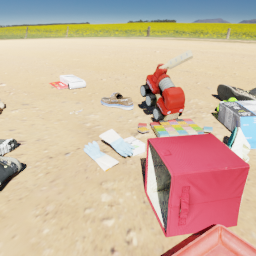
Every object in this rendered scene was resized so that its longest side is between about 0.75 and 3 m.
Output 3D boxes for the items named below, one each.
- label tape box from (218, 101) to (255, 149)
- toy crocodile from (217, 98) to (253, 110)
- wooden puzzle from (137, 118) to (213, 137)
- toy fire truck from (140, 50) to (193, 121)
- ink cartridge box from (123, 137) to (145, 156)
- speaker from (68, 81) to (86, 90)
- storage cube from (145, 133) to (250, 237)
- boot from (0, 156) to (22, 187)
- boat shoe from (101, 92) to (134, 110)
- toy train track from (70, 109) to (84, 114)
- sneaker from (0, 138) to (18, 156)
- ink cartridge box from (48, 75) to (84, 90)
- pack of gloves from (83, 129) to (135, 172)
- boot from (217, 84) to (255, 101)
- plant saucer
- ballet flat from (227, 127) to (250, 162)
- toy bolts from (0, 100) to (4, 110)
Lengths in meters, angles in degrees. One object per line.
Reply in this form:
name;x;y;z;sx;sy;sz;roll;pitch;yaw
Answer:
label tape box;5.046;-0.243;10.901;2.039;0.895;2.827;-3;23;-6
toy crocodile;5.287;-0.904;12.853;2.275;0.703;0.768;9;22;8
wooden puzzle;1.866;0.007;10.978;2.985;0.210;1.770;-3;20;-8
toy fire truck;1.755;-1.803;11.375;1.557;2.421;2.131;-10;54;-21
ink cartridge box;0.144;0.620;9.617;0.554;0.320;0.762;-17;28;-34
speaker;-3.116;-2.599;16.999;1.051;0.427;0.427;-12;26;-25
storage cube;1.463;1.214;6.544;1.740;1.655;1.936;-4;24;-11
boot;-4.003;1.260;7.804;1.642;0.593;1.240;4;26;9
boat shoe;-0.540;-1.405;13.874;1.881;0.681;0.680;12;26;27
toy train track;-2.404;-0.807;13.194;0.459;0.130;0.801;19;29;36
sneaker;-4.408;0.724;9.202;0.692;0.508;1.529;6;20;20
ink cartridge box;-3.959;-2.951;17.812;1.700;0.431;1.930;-13;26;-31
pack of gloves;-0.619;0.763;9.258;1.331;0.313;1.584;-28;41;-25
boot;5.988;-1.730;14.366;1.819;0.884;2.416;-15;31;-28
plant saucer;1.689;2.786;4.462;2.283;0.420;2.288;-17;28;-34
ballet flat;3.506;0.754;8.969;0.802;0.802;2.310;11;30;24
toy bolts;-6.472;-0.961;13.074;1.343;0.975;1.406;-35;24;23
